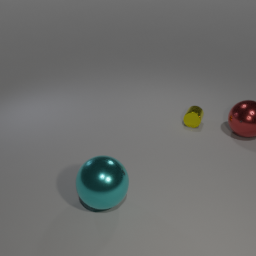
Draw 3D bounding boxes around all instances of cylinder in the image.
[{"bbox_3d":[2.673,-0.463,11.395,0.700,0.700,0.700,12,32,20],"label":"cylinder"}]

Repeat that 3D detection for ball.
[{"bbox_3d":[4.472,-0.346,10.467,1.400,1.400,1.400,0,30,0],"label":"ball"},{"bbox_3d":[-0.670,1.421,7.374,1.400,1.400,1.400,0,30,0],"label":"ball"}]
